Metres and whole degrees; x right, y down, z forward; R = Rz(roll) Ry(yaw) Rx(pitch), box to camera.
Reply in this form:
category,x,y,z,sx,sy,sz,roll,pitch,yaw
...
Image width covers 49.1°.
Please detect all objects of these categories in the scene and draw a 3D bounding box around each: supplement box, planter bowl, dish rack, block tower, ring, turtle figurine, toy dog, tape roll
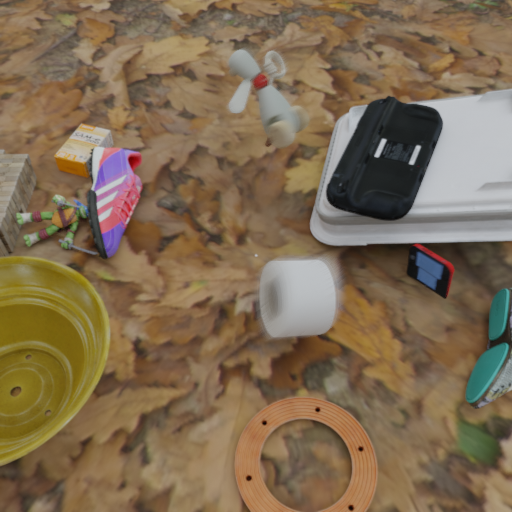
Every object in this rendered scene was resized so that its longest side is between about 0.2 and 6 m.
category,x,y,z,sx,sy,sz,roll,pitch,yaw
supplement box,-3.783,-2.335,12.357,0.749,0.437,1.189,14,52,10
planter bowl,-3.808,1.777,8.405,3.462,1.442,3.462,0,50,0
dish rack,3.298,-1.912,10.859,4.411,0.960,3.786,0,49,23
block tower,-5.049,-0.919,11.025,0.798,0.746,2.762,-1,52,-2
ring,0.723,3.052,8.186,2.071,0.199,2.071,-1,51,1
turtle figurine,-3.821,-0.617,10.661,1.289,0.956,1.329,-17,49,-8
toy dog,0.113,-2.783,10.430,1.273,0.929,1.930,-17,80,-44
tape roll,0.641,0.677,9.013,0.838,1.221,1.221,-2,50,-18

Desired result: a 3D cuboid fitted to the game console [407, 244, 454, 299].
category,x,y,z,sx,sy,sz,roll,pitch,yaw
game console,3.067,0.266,9.934,0.140,0.795,0.899,-28,47,-27

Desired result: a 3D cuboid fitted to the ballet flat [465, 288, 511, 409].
category,x,y,z,sx,sy,sz,roll,pitch,yaw
ballet flat,4.083,1.564,9.034,0.850,0.850,2.364,21,55,16

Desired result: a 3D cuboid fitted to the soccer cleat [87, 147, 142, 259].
category,x,y,z,sx,sy,sz,roll,pitch,yaw
soccer cleat,-2.765,-1.154,11.124,1.045,0.974,2.856,-4,49,-10

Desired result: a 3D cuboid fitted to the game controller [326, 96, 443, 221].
category,x,y,z,sx,sy,sz,roll,pitch,yaw
game controller,2.424,-1.867,10.385,1.541,0.622,2.955,21,60,13
